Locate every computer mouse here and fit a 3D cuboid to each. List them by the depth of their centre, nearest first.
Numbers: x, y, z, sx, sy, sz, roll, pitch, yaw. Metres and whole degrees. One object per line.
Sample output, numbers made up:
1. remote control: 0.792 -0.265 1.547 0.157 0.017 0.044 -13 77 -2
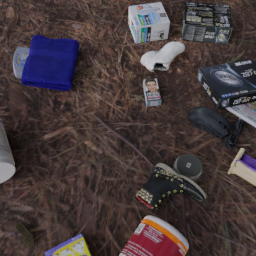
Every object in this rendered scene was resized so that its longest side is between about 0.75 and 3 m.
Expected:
1. computer mouse: 3.425 -0.276 11.010 2.204 0.581 1.527 28 61 17

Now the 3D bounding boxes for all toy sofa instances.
1. toy sofa: 4.629 1.591 9.548 2.127 1.038 0.881 32 63 20

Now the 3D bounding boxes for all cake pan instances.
1. cake pan: 2.205 1.394 10.166 1.075 0.197 1.075 0 57 0

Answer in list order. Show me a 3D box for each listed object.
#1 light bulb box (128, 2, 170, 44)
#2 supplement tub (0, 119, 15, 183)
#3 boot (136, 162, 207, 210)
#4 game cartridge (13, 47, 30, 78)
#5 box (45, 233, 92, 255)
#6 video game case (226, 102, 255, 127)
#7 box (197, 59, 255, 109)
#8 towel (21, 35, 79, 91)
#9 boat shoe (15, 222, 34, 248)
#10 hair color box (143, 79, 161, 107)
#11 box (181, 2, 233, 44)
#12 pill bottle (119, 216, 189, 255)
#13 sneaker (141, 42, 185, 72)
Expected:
1. light bulb box: 1.003 -5.241 13.936 1.693 1.057 1.678 -11 58 -7
2. supplement tub: -4.968 0.714 9.829 1.506 1.506 2.283 -22 61 -14
3. boot: 1.410 2.218 9.347 2.001 0.722 1.511 32 65 24
4. game cartridge: -4.570 -2.975 12.723 1.205 0.376 1.809 5 55 -23
5. box: -1.470 4.340 8.091 1.239 0.511 2.112 -24 62 -14
6. video game case: 5.003 -0.712 11.226 1.413 0.171 1.552 -24 43 -21
7. box: 4.578 -1.921 11.907 2.631 0.573 2.108 -11 49 -7
8. towel: -3.407 -2.910 12.542 2.172 0.729 2.941 5 55 -6
9. boat shoe: -3.209 3.343 8.838 0.317 0.300 0.882 -30 81 -13
10. hair color box: 1.018 -1.520 11.942 0.608 0.372 1.227 -5 57 -3
11. box: 3.893 -5.262 13.989 2.278 0.981 1.865 6 57 4
12. pill bottle: 0.393 3.961 7.717 1.537 1.537 2.721 31 63 18
13. sneaker: 1.742 -3.138 12.822 2.179 0.849 1.082 -27 67 -6
